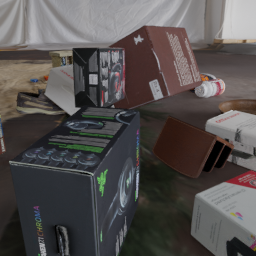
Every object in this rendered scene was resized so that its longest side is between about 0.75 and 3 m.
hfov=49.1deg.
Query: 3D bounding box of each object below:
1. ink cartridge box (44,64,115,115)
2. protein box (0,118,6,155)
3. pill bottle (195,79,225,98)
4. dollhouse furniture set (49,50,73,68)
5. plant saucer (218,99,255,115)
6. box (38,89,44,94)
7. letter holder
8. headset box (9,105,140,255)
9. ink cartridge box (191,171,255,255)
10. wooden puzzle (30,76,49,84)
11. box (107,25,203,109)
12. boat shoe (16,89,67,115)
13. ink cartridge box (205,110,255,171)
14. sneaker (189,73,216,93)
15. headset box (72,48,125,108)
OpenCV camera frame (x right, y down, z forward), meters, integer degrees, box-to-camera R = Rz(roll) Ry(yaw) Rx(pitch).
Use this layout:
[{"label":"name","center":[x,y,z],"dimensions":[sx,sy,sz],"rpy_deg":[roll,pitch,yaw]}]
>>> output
[{"label":"ink cartridge box","center":[-1.501,-1.575,11.216],"dimensions":[2.142,1.243,2.902],"rpy_deg":[37,35,16]},{"label":"protein box","center":[-4.940,0.183,7.132],"dimensions":[2.303,1.565,2.320],"rpy_deg":[9,23,21]},{"label":"pill bottle","center":[3.959,-1.923,13.603],"dimensions":[1.432,0.809,0.809],"rpy_deg":[-14,25,-33]},{"label":"dollhouse furniture set","center":[-2.213,-2.747,14.015],"dimensions":[2.031,2.042,2.898],"rpy_deg":[-19,27,-40]},{"label":"plant saucer","center":[4.749,-0.453,10.243],"dimensions":[2.856,0.522,2.856],"rpy_deg":[1,21,0]},{"label":"box","center":[-3.409,-1.336,12.363],"dimensions":[1.016,0.641,1.034],"rpy_deg":[-5,22,-18]},{"label":"letter holder","center":[1.612,0.584,7.337],"dimensions":[0.861,1.217,1.712],"rpy_deg":[24,3,-39]},{"label":"headset box","center":[-0.608,0.996,4.351],"dimensions":[1.103,2.071,2.379],"rpy_deg":[6,22,14]},{"label":"ink cartridge box","center":[2.298,1.659,4.296],"dimensions":[1.550,0.881,2.127],"rpy_deg":[-13,25,-30]},{"label":"wooden puzzle","center":[-4.540,-3.067,17.262],"dimensions":[2.566,0.300,1.731],"rpy_deg":[-14,25,-31]},{"label":"box","center":[0.901,-2.213,10.563],"dimensions":[2.385,2.410,2.905],"rpy_deg":[-16,4,40]},{"label":"boat shoe","center":[-3.272,-1.095,11.302],"dimensions":[2.542,0.932,0.947],"rpy_deg":[-2,21,-4]},{"label":"ink cartridge box","center":[3.465,0.358,7.537],"dimensions":[1.682,0.949,2.291],"rpy_deg":[-18,28,-39]},{"label":"sneaker","center":[3.261,-2.601,15.033],"dimensions":[2.707,1.050,1.517],"rpy_deg":[15,25,34]},{"label":"headset box","center":[-0.768,-1.612,8.638],"dimensions":[0.851,1.686,2.268],"rpy_deg":[6,17,18]}]
